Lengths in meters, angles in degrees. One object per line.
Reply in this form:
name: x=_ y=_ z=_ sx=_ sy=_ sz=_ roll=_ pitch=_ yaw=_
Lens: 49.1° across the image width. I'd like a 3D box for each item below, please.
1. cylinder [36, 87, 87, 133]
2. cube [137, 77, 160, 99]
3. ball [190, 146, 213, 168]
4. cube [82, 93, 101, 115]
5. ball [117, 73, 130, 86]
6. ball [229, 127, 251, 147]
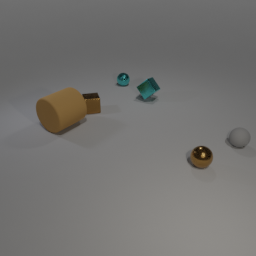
cylinder: x=-2.564 y=-0.711 z=10.842 sx=1.400 sy=1.400 sz=1.400 roll=20 pitch=36 yaw=32
cube: x=0.968 y=-1.873 z=13.149 sx=0.700 sy=0.700 sz=0.700 roll=-34 pitch=-1 yaw=32
ball: x=2.304 y=0.900 z=8.765 sx=0.700 sy=0.700 sz=0.700 roll=0 pitch=30 yaw=0
cube: x=-1.599 y=-1.074 z=12.238 sx=0.700 sy=0.700 sz=0.700 roll=-7 pitch=30 yaw=-13
ball: x=-0.250 y=-2.597 z=14.946 sx=0.700 sy=0.700 sz=0.700 roll=0 pitch=30 yaw=0
ball: x=3.897 y=0.329 z=9.768 sx=0.700 sy=0.700 sz=0.700 roll=0 pitch=30 yaw=0
